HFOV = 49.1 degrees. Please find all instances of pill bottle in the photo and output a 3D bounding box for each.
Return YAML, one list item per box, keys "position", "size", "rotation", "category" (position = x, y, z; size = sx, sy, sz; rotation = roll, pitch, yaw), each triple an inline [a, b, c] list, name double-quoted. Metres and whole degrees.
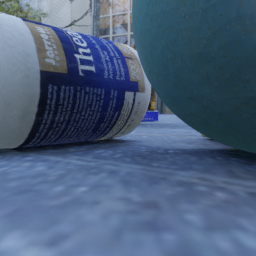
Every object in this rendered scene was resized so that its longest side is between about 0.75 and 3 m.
- position: [-1.079, -0.529, 3.527]
  size: [1.491, 1.491, 2.687]
  rotation: [3, 5, 43]
  category: "pill bottle"

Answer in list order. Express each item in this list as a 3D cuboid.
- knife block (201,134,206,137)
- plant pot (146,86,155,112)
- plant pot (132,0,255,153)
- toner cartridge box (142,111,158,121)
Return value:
- position: [1.569, -0.261, 2.979]
  size: [0.869, 2.717, 2.385]
  rotation: [1, 41, 2]
  category: "knife block"
- position: [-0.136, -1.059, 9.590]
  size: [2.921, 1.348, 2.921]
  rotation: [-21, -18, -7]
  category: "plant pot"
- position: [1.359, -1.001, 2.034]
  size: [2.909, 2.909, 1.959]
  rotation: [0, 13, 8]
  category: "plant pot"
- position: [0.187, -0.538, 12.648]
  size: [2.172, 0.469, 1.032]
  rotation: [-1, 3, -13]
  category: "toner cartridge box"
